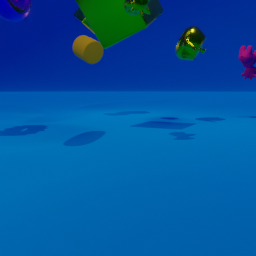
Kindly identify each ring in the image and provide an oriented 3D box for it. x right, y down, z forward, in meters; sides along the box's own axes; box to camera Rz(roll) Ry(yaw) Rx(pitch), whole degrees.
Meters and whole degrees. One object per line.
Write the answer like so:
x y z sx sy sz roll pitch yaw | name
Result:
-2.118 -2.672 4.611 0.354 1.770 1.770 -9 7 7 | ring

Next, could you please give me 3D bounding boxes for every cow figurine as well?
0.153 -2.260 5.034 0.483 0.866 0.880 14 -18 -14 | cow figurine
4.042 -2.169 9.429 0.997 0.981 0.548 12 5 -39 | cow figurine

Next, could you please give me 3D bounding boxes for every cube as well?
-1.251 -4.207 10.560 0.993 0.993 0.993 32 14 -45 | cube
-0.158 -2.940 6.712 1.325 1.325 1.325 -16 26 35 | cube

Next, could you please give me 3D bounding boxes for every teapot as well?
1.957 -2.506 8.498 0.832 1.056 1.698 31 25 10 | teapot

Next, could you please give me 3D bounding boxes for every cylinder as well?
-1.479 -2.894 10.346 0.849 0.849 0.849 -7 32 -40 | cylinder
